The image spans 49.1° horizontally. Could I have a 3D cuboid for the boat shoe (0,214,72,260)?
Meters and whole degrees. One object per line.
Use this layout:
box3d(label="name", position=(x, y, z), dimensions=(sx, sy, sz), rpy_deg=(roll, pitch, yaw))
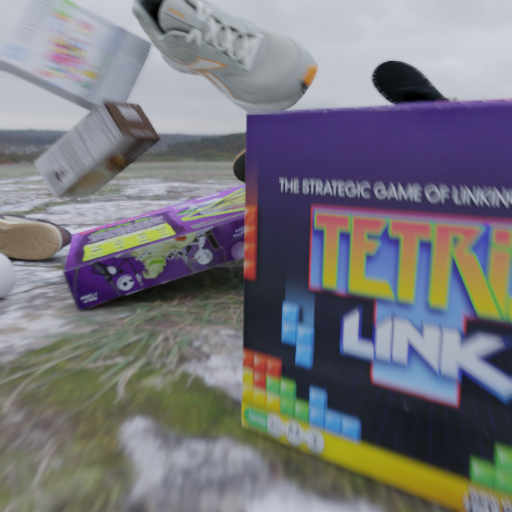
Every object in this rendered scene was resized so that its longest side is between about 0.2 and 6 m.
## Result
box3d(label="boat shoe", position=(-4.523, -0.354, 10.346), dimensions=(2.391, 0.860, 0.775), rpy_deg=(4, 4, 17))

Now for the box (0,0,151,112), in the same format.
box3d(label="box", position=(-2.583, -2.899, 8.095), dimensions=(1.742, 1.358, 0.359), rpy_deg=(24, -20, -13))

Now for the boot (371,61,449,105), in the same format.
box3d(label="boot", position=(2.767, -2.752, 9.831), dimensions=(2.041, 0.755, 1.673), rpy_deg=(42, 27, 9))

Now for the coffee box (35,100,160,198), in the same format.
box3d(label="coffee box", position=(-1.689, -1.119, 5.979), dimensions=(1.143, 0.456, 0.654), rpy_deg=(-32, -3, 24))

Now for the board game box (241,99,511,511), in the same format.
box3d(label="board game box", position=(1.238, 0.278, 3.502), dimensions=(2.884, 2.384, 0.818), rpy_deg=(8, 14, 37))

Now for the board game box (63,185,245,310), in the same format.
box3d(label="board game box", position=(-0.492, -0.543, 8.795), dimensions=(4.777, 0.771, 2.867), rpy_deg=(-18, 20, -11))

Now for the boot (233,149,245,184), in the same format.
box3d(label="boot", position=(0.309, -1.228, 8.049), dimensions=(2.080, 0.806, 1.439), rpy_deg=(-6, 23, 33))

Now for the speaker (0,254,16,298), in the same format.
box3d(label="speaker", position=(-3.813, 0.420, 7.000), dimensions=(0.663, 0.663, 1.634), rpy_deg=(4, 13, 18))

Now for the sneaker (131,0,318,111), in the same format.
box3d(label="sneaker", position=(-0.584, -2.883, 7.611), dimensions=(2.989, 1.132, 1.375), rpy_deg=(28, 3, 30))
